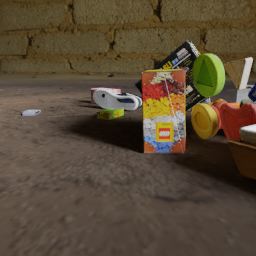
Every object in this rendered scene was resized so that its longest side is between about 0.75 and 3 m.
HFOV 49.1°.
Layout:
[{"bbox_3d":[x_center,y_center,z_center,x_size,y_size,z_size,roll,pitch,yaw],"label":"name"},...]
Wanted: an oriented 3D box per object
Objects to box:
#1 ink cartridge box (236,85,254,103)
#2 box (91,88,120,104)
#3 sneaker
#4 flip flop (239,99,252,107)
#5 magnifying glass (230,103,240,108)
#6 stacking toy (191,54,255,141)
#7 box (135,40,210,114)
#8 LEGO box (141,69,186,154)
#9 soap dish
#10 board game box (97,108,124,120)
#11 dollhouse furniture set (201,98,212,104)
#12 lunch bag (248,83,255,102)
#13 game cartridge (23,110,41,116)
[{"bbox_3d":[6.208,-1.726,14.423,1.133,0.983,0.247,6,14,26],"label":"ink cartridge box"},{"bbox_3d":[-1.167,-1.640,14.484,1.556,0.798,0.736,13,18,42],"label":"box"},{"bbox_3d":[-0.368,-1.266,12.980,2.361,0.862,1.321,15,15,26],"label":"sneaker"},{"bbox_3d":[4.904,-0.564,9.072,1.160,0.824,2.861,-5,25,-26],"label":"flip flop"},{"bbox_3d":[5.429,-1.058,13.178,2.648,0.297,1.054,-1,13,-15],"label":"magnifying glass"},{"bbox_3d":[2.579,-0.702,6.718,1.047,2.244,2.479,-14,18,-17],"label":"stacking toy"},{"bbox_3d":[1.506,-1.296,8.607,2.155,1.721,0.532,-38,-12,28],"label":"box"},{"bbox_3d":[0.936,-0.573,7.221,0.949,1.831,2.459,0,12,8],"label":"LEGO box"},{"bbox_3d":[3.076,0.514,4.498,1.767,0.912,2.247,-8,15,-32],"label":"soap dish"},{"bbox_3d":[-0.670,-0.559,10.827,0.566,0.265,1.114,6,14,26],"label":"board game box"},{"bbox_3d":[2.693,-1.477,12.033,1.060,1.534,1.625,-12,6,-42],"label":"dollhouse furniture set"},{"bbox_3d":[5.144,-0.526,7.130,2.550,1.911,2.999,-5,43,-21],"label":"lunch bag"},{"bbox_3d":[-3.958,-0.630,11.442,0.535,0.167,0.803,5,13,1],"label":"game cartridge"}]
